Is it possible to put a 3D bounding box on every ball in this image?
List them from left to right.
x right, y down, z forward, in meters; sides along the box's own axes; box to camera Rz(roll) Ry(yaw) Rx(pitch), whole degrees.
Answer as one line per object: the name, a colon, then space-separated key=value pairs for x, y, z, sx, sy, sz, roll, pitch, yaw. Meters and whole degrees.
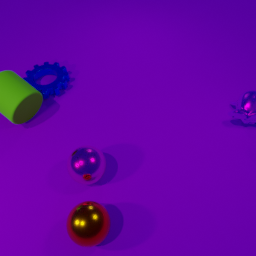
ball: x=-1.116 y=0.999 z=7.583 sx=1.058 sy=1.058 sz=1.058 roll=0 pitch=56 yaw=0
ball: x=-0.940 y=2.281 z=6.689 sx=1.053 sy=1.053 sz=1.053 roll=0 pitch=56 yaw=0

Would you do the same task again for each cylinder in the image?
cylinder: x=-3.522 y=-0.945 z=8.676 sx=1.228 sy=1.228 sz=1.228 roll=37 pitch=63 yaw=11

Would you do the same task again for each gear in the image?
gear: x=-2.861 y=-1.702 z=9.832 sx=1.570 sy=0.290 sz=1.570 roll=-1 pitch=53 yaw=2

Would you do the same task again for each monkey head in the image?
monkey head: x=3.629 y=-0.688 z=8.541 sx=1.210 sy=1.681 sz=1.013 roll=9 pitch=77 yaw=-21
